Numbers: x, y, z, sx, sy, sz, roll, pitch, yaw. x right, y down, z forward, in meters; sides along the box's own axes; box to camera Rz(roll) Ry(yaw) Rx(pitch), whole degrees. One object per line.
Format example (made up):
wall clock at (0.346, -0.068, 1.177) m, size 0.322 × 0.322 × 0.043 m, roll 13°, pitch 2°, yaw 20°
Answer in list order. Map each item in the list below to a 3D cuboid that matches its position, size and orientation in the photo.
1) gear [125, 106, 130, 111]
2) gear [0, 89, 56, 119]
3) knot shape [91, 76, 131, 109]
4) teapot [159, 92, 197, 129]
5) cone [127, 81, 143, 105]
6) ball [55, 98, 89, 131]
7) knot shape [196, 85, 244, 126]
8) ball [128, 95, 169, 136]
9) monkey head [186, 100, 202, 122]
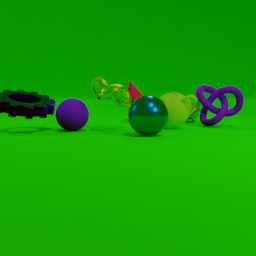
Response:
gear at (0.456, -0.640, 11.471) m, size 1.150 × 0.213 × 1.150 m, roll 22°, pitch 3°, yaw -1°
gear at (-2.890, -0.691, 7.818) m, size 1.660 × 0.307 × 1.660 m, roll 11°, pitch 19°, yaw -4°
knot shape at (-0.421, -1.011, 8.218) m, size 1.252 × 0.618 × 1.338 m, roll 16°, pitch 8°, yaw -34°
teapot at (1.224, -0.582, 8.457) m, size 1.876 × 1.167 × 0.919 m, roll -19°, pitch -50°, yaw 36°
cone at (0.170, -1.383, 10.549) m, size 0.867 × 0.870 × 0.867 m, roll -14°, pitch -6°, yaw -1°
ball at (-1.571, -0.377, 7.926) m, size 0.934 × 0.934 × 0.934 m, roll 0°, pitch 7°, yaw 0°
knot shape at (2.962, -0.812, 8.976) m, size 1.422 × 1.519 × 0.702 m, roll -9°, pitch -21°, yaw 14°
ball at (0.501, -0.308, 6.989) m, size 1.013 × 1.013 × 1.013 m, roll 0°, pitch 7°, yaw 0°
monkey head at (2.292, -0.751, 10.606) m, size 0.861 × 1.028 × 1.429 m, roll 26°, pitch 13°, yaw 19°
